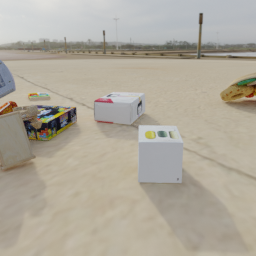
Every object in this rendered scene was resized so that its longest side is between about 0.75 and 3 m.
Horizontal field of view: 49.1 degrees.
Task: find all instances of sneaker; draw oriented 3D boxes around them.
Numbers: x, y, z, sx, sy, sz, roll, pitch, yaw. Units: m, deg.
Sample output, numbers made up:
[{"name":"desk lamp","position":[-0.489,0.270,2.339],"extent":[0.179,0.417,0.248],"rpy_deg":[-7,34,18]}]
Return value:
[{"name":"sneaker","position":[-3.974,-0.399,8.657],"extent":[0.766,0.725,1.987],"rpy_deg":[-5,14,6]}]

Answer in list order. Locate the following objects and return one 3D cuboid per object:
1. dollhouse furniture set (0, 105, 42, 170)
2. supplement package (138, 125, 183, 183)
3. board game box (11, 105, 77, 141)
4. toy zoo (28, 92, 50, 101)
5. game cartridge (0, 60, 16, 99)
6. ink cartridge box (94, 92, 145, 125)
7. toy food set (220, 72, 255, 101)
[{"name":"dollhouse furniture set","position":[-2.974,0.216,6.439],"extent":[1.840,1.054,2.158],"rpy_deg":[-20,13,-30]},{"name":"supplement package","position":[0.605,0.476,5.516],"extent":[0.816,0.810,1.075],"rpy_deg":[1,17,2]},{"name":"board game box","position":[-2.633,-0.230,8.326],"extent":[1.611,0.553,1.949],"rpy_deg":[5,17,11]},{"name":"toy zoo","position":[-4.261,-1.535,13.359],"extent":[0.926,0.144,1.412],"rpy_deg":[-7,18,-22]},{"name":"game cartridge","position":[-3.516,-1.315,7.539],"extent":[0.783,0.244,1.176],"rpy_deg":[-28,69,-12]},{"name":"ink cartridge box","position":[-0.238,-0.730,9.636],"extent":[1.305,0.757,1.768],"rpy_deg":[5,19,17]},{"name":"toy food set","position":[5.474,-1.661,11.593],"extent":[2.744,0.667,2.716],"rpy_deg":[4,-12,-23]}]
